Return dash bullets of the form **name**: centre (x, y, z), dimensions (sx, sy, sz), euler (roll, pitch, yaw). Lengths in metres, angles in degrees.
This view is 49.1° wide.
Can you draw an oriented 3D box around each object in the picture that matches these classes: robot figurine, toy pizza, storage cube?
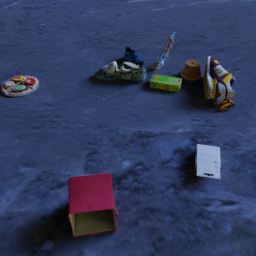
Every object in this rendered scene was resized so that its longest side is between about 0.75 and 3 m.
- **robot figurine**: centre (4.196, -1.003, 12.031), dimensions (0.806, 0.235, 0.584), euler (-16, 44, -16)
- **toy pizza**: centre (-5.111, -2.064, 13.194), dimensions (1.750, 0.277, 1.750), euler (0, 41, 0)
- **storage cube**: centre (-1.002, 2.118, 7.787), dimensions (1.365, 1.167, 1.227), euler (-5, 41, -6)

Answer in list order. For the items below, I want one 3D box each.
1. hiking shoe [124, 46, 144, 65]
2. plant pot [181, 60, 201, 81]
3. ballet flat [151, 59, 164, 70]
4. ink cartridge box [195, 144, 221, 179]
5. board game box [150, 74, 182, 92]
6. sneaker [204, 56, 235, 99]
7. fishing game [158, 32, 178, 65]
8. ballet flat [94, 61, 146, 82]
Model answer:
- **hiking shoe**: centre (0.284, -3.783, 14.858), dimensions (0.562, 0.655, 1.511), euler (-28, 48, -28)
- **plant pot**: centre (3.159, -2.893, 13.830), dimensions (0.986, 0.690, 0.986), euler (0, 42, 0)
- **ballet flat**: centre (1.622, -3.319, 14.635), dimensions (0.355, 0.384, 1.089), euler (44, 57, 7)
- **ink cartridge box**: centre (2.681, 1.202, 9.443), dimensions (0.786, 0.363, 1.443), euler (8, 43, 9)
- **board game box**: centre (1.791, -2.135, 13.239), dimensions (1.393, 0.332, 0.707), euler (12, 43, 13)
- **sneaker**: centre (4.218, -2.312, 12.938), dimensions (1.277, 1.062, 2.834), euler (5, 49, 9)
- **fishing game**: centre (2.018, -3.866, 13.778), dimensions (0.375, 1.729, 2.415), euler (27, 13, 6)
- **ballet flat**: centre (-0.385, -2.833, 13.627), dimensions (2.578, 0.957, 0.957), euler (3, 42, 4)
